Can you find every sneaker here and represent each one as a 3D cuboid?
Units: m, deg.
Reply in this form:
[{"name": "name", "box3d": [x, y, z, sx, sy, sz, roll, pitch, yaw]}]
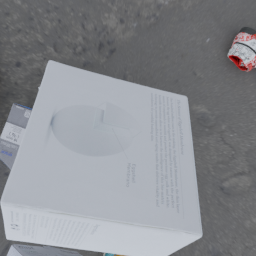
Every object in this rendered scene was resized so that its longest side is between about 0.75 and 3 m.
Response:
[{"name": "sneaker", "box3d": [3.914, -2.000, 8.157, 1.984, 0.662, 1.063, 31, 88, 5]}]

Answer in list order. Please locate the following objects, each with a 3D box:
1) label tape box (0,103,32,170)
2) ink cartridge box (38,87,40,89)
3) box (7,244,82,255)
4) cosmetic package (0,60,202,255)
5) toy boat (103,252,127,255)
[{"name": "label tape box", "box3d": [-2.915, 0.436, 7.615, 0.636, 1.449, 2.009, 19, 87, 1]}, {"name": "ink cartridge box", "box3d": [-1.971, -0.759, 8.164, 0.843, 0.486, 1.156, -21, 87, -1]}, {"name": "box", "box3d": [-1.389, 3.196, 5.716, 1.672, 1.895, 0.916, 11, 74, 42]}, {"name": "cosmetic package", "box3d": [-0.403, 0.612, 5.160, 2.818, 1.732, 2.809, 13, 52, -11]}, {"name": "toy boat", "box3d": [0.225, 3.777, 7.726, 1.892, 0.879, 1.590, -3, 86, 0]}]
